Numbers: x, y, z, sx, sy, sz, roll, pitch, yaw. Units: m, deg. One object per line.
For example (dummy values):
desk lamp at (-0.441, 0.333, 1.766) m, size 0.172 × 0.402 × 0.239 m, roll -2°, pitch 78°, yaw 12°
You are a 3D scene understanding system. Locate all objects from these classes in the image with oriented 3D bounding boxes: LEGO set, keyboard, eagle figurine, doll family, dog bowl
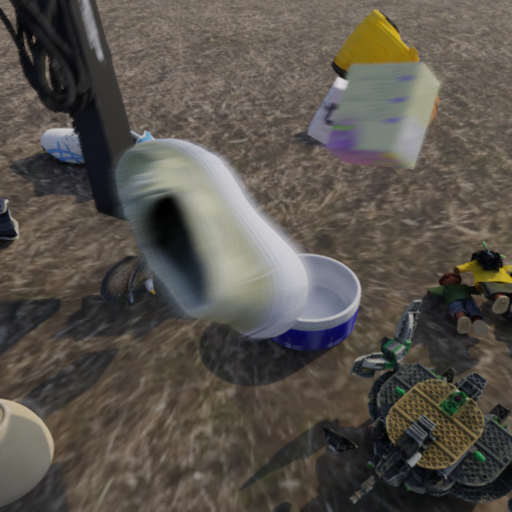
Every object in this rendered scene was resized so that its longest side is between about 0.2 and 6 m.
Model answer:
LEGO set at (1.921, 2.378, 5.845) m, size 2.566 × 1.120 × 3.952 m, roll 10°, pitch 51°, yaw 16°
keyboard at (-2.812, -3.160, 7.603) m, size 1.112 × 5.614 × 2.922 m, roll -17°, pitch -4°, yaw 0°
eagle figurine at (-1.820, 0.288, 8.611) m, size 1.069 × 0.811 × 0.807 m, roll -29°, pitch 66°, yaw -40°
doll family at (3.868, 0.396, 8.317) m, size 2.477 × 0.972 × 1.432 m, roll 5°, pitch 33°, yaw -2°
dog bowl at (0.734, 0.647, 8.177) m, size 1.514 × 0.596 × 1.514 m, roll 0°, pitch 38°, yaw 0°

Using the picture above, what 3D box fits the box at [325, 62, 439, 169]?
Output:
box at (1.467, -1.633, 6.534) m, size 0.946 × 1.075 × 0.520 m, roll 14°, pitch -6°, yaw 41°

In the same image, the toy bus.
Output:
toy bus at (2.262, -3.126, 9.493) m, size 1.600 × 1.131 × 1.666 m, roll 41°, pitch 14°, yaw 10°

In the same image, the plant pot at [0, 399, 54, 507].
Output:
plant pot at (-2.923, 2.046, 6.189) m, size 1.170 × 0.785 × 1.170 m, roll 1°, pitch 37°, yaw 0°

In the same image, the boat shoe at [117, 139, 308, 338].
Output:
boat shoe at (-0.640, -0.373, 4.844) m, size 0.883 × 1.024 × 2.846 m, roll 18°, pitch 17°, yaw -44°

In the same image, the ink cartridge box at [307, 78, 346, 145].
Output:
ink cartridge box at (1.072, -2.042, 7.874) m, size 0.330 × 0.783 × 0.567 m, roll 29°, pitch 31°, yaw -6°

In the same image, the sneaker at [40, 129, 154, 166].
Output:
sneaker at (-3.328, -2.420, 11.868) m, size 2.891 × 1.048 × 1.039 m, roll 13°, pitch 40°, yaw 19°

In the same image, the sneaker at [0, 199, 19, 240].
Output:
sneaker at (-4.877, -0.344, 9.338) m, size 1.448 × 0.762 × 2.004 m, roll 0°, pitch 36°, yaw 5°

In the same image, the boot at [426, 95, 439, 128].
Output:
boot at (3.292, -3.816, 13.754) m, size 2.346 × 0.900 × 1.821 m, roll 19°, pitch 43°, yaw 19°
